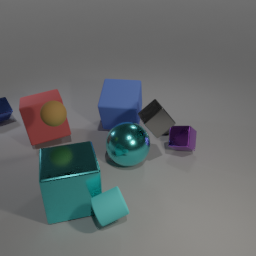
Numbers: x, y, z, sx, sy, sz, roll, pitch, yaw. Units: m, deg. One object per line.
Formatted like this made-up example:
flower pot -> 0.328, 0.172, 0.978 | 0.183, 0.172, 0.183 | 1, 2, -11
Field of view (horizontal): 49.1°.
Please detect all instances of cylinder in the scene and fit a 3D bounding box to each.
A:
cylinder -> -0.421, 1.830, 6.576 | 0.700, 0.700, 0.700 | -25, 33, -4

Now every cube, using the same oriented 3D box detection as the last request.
cube -> -5.134, -0.707, 11.149 | 0.700, 0.700, 0.700 | -23, 77, -44
cube -> -2.962, -0.427, 10.015 | 1.400, 1.400, 1.400 | -16, 25, -13
cube -> -0.243, -0.862, 10.599 | 1.400, 1.400, 1.400 | 4, 55, 8
cube -> -1.477, 1.359, 7.247 | 1.400, 1.400, 1.400 | -8, 30, -13
cube -> 0.824, -0.279, 8.169 | 0.700, 0.700, 0.700 | -40, 30, 8
cube -> 1.826, 0.347, 9.337 | 0.700, 0.700, 0.700 | -1, -16, 32

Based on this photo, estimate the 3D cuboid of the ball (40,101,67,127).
ball -> -2.004, -0.387, 7.543 | 0.700, 0.700, 0.700 | 0, 29, 0

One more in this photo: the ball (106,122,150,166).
ball -> 0.000, 0.503, 8.808 | 1.400, 1.400, 1.400 | 0, 29, 0

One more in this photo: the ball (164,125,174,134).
ball -> 1.403, -0.113, 10.604 | 0.700, 0.700, 0.700 | 0, 29, 0
